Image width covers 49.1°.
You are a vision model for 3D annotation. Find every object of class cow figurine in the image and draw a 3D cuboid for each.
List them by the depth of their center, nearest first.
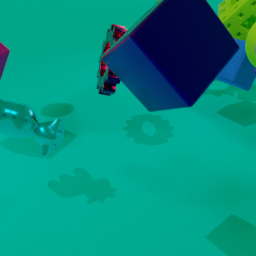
[{"bbox_3d":[-1.826,-0.054,4.919,1.368,0.751,1.346,20,5,-45],"label":"cow figurine"}]

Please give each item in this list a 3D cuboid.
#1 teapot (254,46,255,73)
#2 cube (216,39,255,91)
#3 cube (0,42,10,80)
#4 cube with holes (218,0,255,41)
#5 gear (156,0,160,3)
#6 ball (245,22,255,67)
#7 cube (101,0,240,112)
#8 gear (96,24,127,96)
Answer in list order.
[{"bbox_3d":[2.591,-1.415,4.726,0.901,1.449,0.710,19,43,-3],"label":"teapot"},{"bbox_3d":[2.939,-1.796,7.800,1.069,1.069,1.069,11,17,-44],"label":"cube"},{"bbox_3d":[-3.530,-1.475,6.090,1.165,1.165,1.165,41,47,-7],"label":"cube"},{"bbox_3d":[3.569,-3.362,8.206,1.261,1.261,1.261,30,50,-19],"label":"cube with holes"},{"bbox_3d":[1.761,-4.154,8.502,1.922,0.356,1.922,-30,12,7],"label":"gear"},{"bbox_3d":[3.389,-1.922,6.312,1.374,1.374,1.374,0,33,0],"label":"ball"},{"bbox_3d":[0.368,-0.704,2.641,0.778,0.778,0.778,-48,17,-16],"label":"cube"},{"bbox_3d":[-0.411,-1.608,6.717,0.302,1.633,1.633,9,30,-18],"label":"gear"}]
